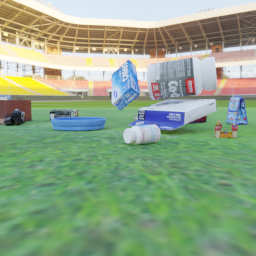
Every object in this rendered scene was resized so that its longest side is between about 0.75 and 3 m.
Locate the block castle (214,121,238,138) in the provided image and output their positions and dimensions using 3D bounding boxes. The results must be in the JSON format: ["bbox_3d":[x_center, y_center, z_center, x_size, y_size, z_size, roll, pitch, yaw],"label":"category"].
[{"bbox_3d":[2.648,0.027,7.552,0.583,0.409,0.872,2,6,20],"label":"block castle"}]

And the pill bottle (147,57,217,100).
[{"bbox_3d":[1.764,-1.637,9.169,2.135,1.216,1.216,-5,4,16],"label":"pill bottle"}]

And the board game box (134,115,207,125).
[{"bbox_3d":[1.931,-0.410,12.461,2.948,0.476,1.769,-4,11,-41],"label":"board game box"}]

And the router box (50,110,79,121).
[{"bbox_3d":[-3.199,-0.653,14.251,1.277,0.530,1.705,-1,6,-5],"label":"router box"}]

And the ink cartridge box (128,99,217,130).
[{"bbox_3d":[1.369,-0.503,9.055,2.123,0.431,2.119,-22,18,-36],"label":"ink cartridge box"}]

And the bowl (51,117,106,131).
[{"bbox_3d":[-1.708,-0.154,9.754,1.877,0.369,1.877,0,5,0],"label":"bowl"}]

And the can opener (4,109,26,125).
[{"bbox_3d":[-4.626,-0.479,11.807,0.795,0.641,2.022,-2,6,-9],"label":"can opener"}]

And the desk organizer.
[{"bbox_3d":[-5.379,-0.771,12.804,0.957,1.028,2.669,0,5,5],"label":"desk organizer"}]

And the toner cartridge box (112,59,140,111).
[{"bbox_3d":[-0.128,-1.712,10.828,0.467,1.028,2.165,36,29,-29],"label":"toner cartridge box"}]

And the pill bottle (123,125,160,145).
[{"bbox_3d":[0.304,0.150,6.169,0.768,0.418,0.418,-4,7,-33],"label":"pill bottle"}]

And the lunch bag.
[{"bbox_3d":[4.606,-0.774,11.814,0.573,1.219,0.918,0,5,-3],"label":"lunch bag"}]
